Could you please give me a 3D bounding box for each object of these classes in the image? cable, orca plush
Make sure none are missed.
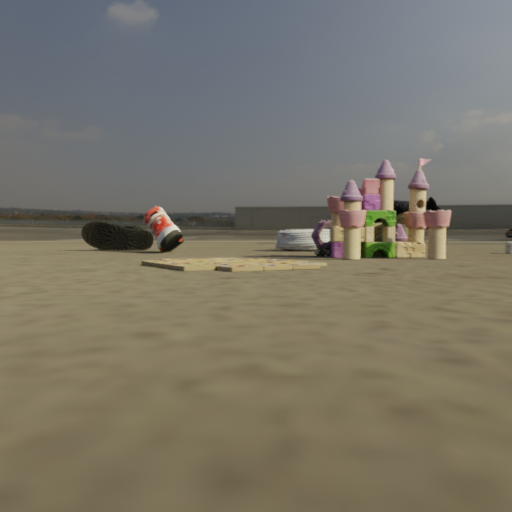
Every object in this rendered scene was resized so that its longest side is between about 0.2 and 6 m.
[{"bbox_3d":[1.350,-0.416,14.755,1.684,0.583,1.683,-1,2,-24],"label":"cable"},{"bbox_3d":[3.293,-0.497,14.928,2.223,1.502,4.225,50,-14,-27],"label":"orca plush"}]

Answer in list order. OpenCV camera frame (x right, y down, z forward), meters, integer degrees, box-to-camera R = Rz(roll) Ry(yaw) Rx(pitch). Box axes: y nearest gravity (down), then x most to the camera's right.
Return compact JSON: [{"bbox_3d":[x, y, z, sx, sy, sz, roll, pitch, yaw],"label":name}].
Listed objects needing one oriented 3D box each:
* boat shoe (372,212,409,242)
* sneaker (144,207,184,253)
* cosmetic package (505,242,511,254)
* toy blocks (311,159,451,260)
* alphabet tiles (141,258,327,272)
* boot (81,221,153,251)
[{"bbox_3d":[2.971,-0.498,12.671,1.022,0.882,2.803,0,2,-4],"label":"boat shoe"},{"bbox_3d":[-2.257,-0.656,13.213,0.653,1.049,1.956,-39,1,-4],"label":"sneaker"},{"bbox_3d":[5.972,-0.175,12.408,0.753,0.268,0.382,0,2,5],"label":"cosmetic package"},{"bbox_3d":[2.152,-0.849,10.067,1.969,1.774,2.107,-1,2,-8],"label":"toy blocks"},{"bbox_3d":[-0.319,0.099,7.265,1.945,0.074,2.337,-1,2,-29],"label":"alphabet tiles"},{"bbox_3d":[-3.910,-0.550,15.595,1.987,0.748,1.486,11,4,-25],"label":"boot"}]
